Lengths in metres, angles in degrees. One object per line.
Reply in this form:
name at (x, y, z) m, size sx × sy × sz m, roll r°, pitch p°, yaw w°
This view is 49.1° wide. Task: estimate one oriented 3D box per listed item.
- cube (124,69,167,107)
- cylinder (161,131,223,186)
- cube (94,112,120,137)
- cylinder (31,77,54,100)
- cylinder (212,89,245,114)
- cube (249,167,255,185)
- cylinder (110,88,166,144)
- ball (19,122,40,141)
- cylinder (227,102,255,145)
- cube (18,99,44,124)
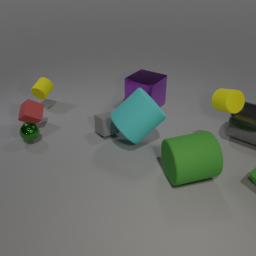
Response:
cube at (0.792, -1.661, 12.581) m, size 1.400 × 1.400 × 1.400 m, roll 20°, pitch 37°, yaw 28°
cylinder at (1.861, 0.888, 8.362) m, size 1.400 × 1.400 × 1.400 m, roll -11°, pitch 33°, yaw -9°
cube at (-0.803, -0.155, 10.648) m, size 0.700 × 0.700 × 0.700 m, roll -14°, pitch 23°, yaw -32°
cylinder at (-3.696, -1.702, 12.109) m, size 0.700 × 0.700 × 0.700 m, roll 11°, pitch 53°, yaw 18°
cylinder at (3.067, -0.838, 8.600) m, size 0.700 × 0.700 × 0.700 m, roll -13°, pitch 16°, yaw -20°
cube at (4.042, 1.421, 8.001) m, size 0.700 × 0.700 × 0.700 m, roll -44°, pitch 42°, yaw -2°
cylinder at (0.357, -0.419, 9.663) m, size 1.400 × 1.400 × 1.400 m, roll -42°, pitch 32°, yaw 12°
ball at (-3.574, 0.138, 10.186) m, size 0.700 × 0.700 × 0.700 m, roll 0°, pitch 32°, yaw 0°
cylinder at (4.512, -0.142, 10.091) m, size 1.400 × 1.400 × 1.400 m, roll 22°, pitch 38°, yaw 33°
cube at (-3.790, -0.620, 10.969) m, size 0.700 × 0.700 × 0.700 m, roll 19°, pitch -27°, yaw -37°
